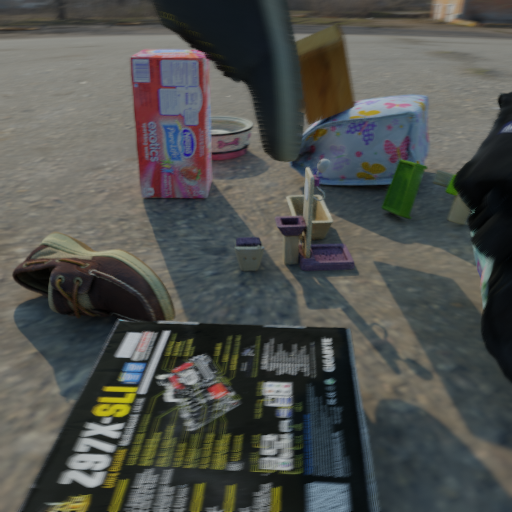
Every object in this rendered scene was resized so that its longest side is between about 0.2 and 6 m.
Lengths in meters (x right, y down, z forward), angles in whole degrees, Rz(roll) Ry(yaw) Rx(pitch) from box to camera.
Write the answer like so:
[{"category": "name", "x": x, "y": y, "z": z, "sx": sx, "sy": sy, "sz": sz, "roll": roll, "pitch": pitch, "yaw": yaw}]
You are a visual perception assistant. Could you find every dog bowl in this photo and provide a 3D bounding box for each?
[{"category": "dog bowl", "x": -1.040, "y": -2.942, "z": 14.000, "sx": 1.946, "sy": 0.718, "sz": 1.946, "roll": 0, "pitch": 27, "yaw": 0}]

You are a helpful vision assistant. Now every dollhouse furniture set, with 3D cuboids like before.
[{"category": "dollhouse furniture set", "x": 0.520, "y": -0.977, "z": 8.998, "sx": 1.800, "sy": 1.612, "sz": 2.271, "roll": -2, "pitch": 26, "yaw": -3}, {"category": "dollhouse furniture set", "x": 3.705, "y": -0.998, "z": 10.454, "sx": 2.536, "sy": 0.979, "sz": 1.267, "roll": 11, "pitch": 14, "yaw": -24}]

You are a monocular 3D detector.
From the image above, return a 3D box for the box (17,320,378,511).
[{"category": "box", "x": -0.342, "y": 1.671, "z": 4.636, "sx": 2.483, "sy": 0.767, "sz": 3.109, "roll": 0, "pitch": 26, "yaw": 3}]

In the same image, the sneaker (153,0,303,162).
[{"category": "sneaker", "x": -0.335, "y": -2.707, "z": 7.558, "sx": 1.641, "sy": 3.089, "sz": 1.155, "roll": -9, "pitch": 8, "yaw": 13}]

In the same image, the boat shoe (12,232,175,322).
[{"category": "boat shoe", "x": -2.160, "y": 0.434, "z": 7.074, "sx": 2.675, "sy": 0.965, "sz": 0.963, "roll": 20, "pitch": 45, "yaw": 35}]

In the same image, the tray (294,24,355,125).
[{"category": "tray", "x": 1.122, "y": -3.006, "z": 9.547, "sx": 0.939, "sy": 1.903, "sz": 0.352, "roll": -21, "pitch": 67, "yaw": 8}]

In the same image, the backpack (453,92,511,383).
[{"category": "backpack", "x": 3.913, "y": -0.305, "z": 6.128, "sx": 3.707, "sy": 2.811, "sz": 4.442, "roll": 2, "pitch": 30, "yaw": 13}]

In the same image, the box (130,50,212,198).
[{"category": "box", "x": -1.589, "y": -2.595, "z": 11.035, "sx": 1.386, "sy": 2.700, "sz": 1.278, "roll": 0, "pitch": 26, "yaw": 1}]

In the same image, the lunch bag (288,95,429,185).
[{"category": "lunch bag", "x": 2.218, "y": -2.581, "z": 12.163, "sx": 2.776, "sy": 1.765, "sz": 2.354, "roll": 0, "pitch": 23, "yaw": 24}]
